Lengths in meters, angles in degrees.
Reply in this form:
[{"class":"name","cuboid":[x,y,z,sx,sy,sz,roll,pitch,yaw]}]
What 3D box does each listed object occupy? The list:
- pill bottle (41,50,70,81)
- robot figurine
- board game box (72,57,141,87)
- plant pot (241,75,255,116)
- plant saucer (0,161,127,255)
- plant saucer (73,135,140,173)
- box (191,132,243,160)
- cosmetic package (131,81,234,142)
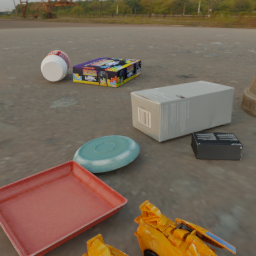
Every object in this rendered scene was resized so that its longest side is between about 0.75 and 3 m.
[{"class":"pill bottle","cuboid":[-3.448,-2.940,13.343,1.203,1.203,2.130,-3,24,-6]},{"class":"robot figurine","cuboid":[0.791,1.887,2.977,2.653,0.772,1.923,22,34,40]},{"class":"board game box","cuboid":[-0.924,-2.775,13.484,2.305,0.791,2.788,11,26,21]},{"class":"plant pot","cuboid":[5.212,-1.652,9.068,2.680,2.337,2.680,-1,24,1]},{"class":"plant saucer","cuboid":[-1.251,1.321,4.809,1.817,0.334,1.814,-19,30,-37]},{"class":"plant saucer","cuboid":[-0.517,0.521,6.444,1.568,0.215,1.568,-9,23,4]},{"class":"box","cuboid":[2.107,0.422,6.735,1.039,0.410,0.734,1,21,2]},{"class":"cosmetic package","cuboid":[1.588,-0.585,8.091,2.688,1.212,1.436,-17,25,-27]}]
